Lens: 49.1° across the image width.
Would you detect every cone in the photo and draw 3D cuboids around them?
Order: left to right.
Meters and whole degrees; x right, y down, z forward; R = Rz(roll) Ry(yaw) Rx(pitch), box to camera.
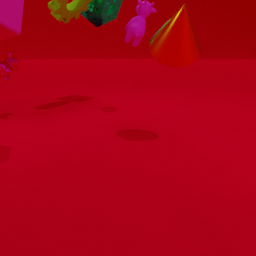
[{"bbox_3d":[0.928,-1.813,5.055,1.017,1.017,1.021,0,-26,-1],"label":"cone"}]

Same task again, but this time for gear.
[{"bbox_3d":[-1.597,-3.977,8.377,0.324,1.754,1.754,44,24,5],"label":"gear"}]

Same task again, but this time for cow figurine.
[{"bbox_3d":[-3.491,-1.712,7.743,0.980,0.538,0.964,-2,47,-35],"label":"cow figurine"},{"bbox_3d":[0.336,-3.029,8.013,0.607,1.088,1.106,22,50,-19],"label":"cow figurine"}]

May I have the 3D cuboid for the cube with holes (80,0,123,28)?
[{"bbox_3d":[-0.995,-4.509,9.850,1.146,1.146,1.146,41,51,7],"label":"cube with holes"}]

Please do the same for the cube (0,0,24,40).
[{"bbox_3d":[-2.106,-1.809,3.680,1.011,1.011,1.011,-2,-10,27],"label":"cube"}]
